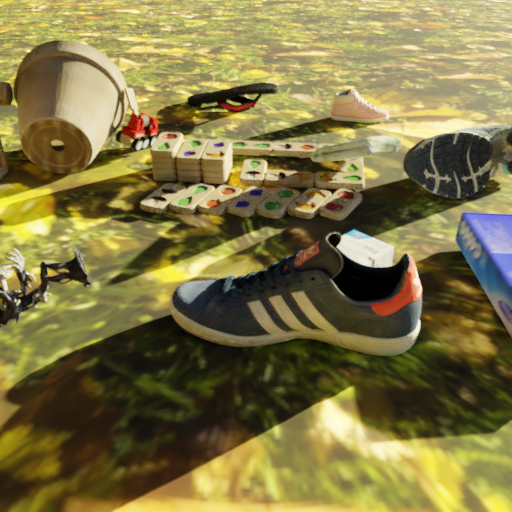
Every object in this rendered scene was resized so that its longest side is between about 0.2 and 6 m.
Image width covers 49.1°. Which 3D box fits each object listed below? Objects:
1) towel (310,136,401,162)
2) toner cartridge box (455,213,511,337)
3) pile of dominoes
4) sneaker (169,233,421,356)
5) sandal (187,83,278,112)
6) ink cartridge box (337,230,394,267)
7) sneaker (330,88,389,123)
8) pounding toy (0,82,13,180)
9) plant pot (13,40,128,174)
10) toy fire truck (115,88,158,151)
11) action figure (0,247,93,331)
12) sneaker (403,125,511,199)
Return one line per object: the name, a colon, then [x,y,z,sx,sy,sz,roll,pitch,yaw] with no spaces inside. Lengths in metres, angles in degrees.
towel: [1.856,-1.987,10.412,1.331,0.320,1.139,-2,7,44]
toner cartridge box: [3.638,0.216,7.546,1.149,0.522,2.419,2,32,0]
pile of dominoes: [0.057,-1.748,10.579,4.055,0.646,3.161,3,33,5]
sneaker: [0.446,0.330,6.703,3.039,1.284,1.139,2,32,4]
sandal: [-0.573,-4.072,14.611,2.605,0.587,0.978,-1,23,26]
ink cartridge box: [1.336,0.085,7.906,1.005,0.424,0.733,-26,40,-35]
sneaker: [2.552,-3.686,13.692,1.430,0.748,0.538,5,30,6]
pounding toy: [-5.533,-2.561,10.188,1.296,2.489,2.833,-1,32,0]
plant pot: [-3.771,-2.763,11.135,2.271,2.271,1.970,-2,48,-4]
toy fire truck: [-2.495,-2.898,11.823,0.707,1.099,0.967,27,25,9]
action figure: [-2.931,0.350,6.990,1.591,0.812,0.945,-25,28,-12]
sneaker: [3.879,-1.839,10.626,3.106,1.206,1.341,-12,18,-26]
